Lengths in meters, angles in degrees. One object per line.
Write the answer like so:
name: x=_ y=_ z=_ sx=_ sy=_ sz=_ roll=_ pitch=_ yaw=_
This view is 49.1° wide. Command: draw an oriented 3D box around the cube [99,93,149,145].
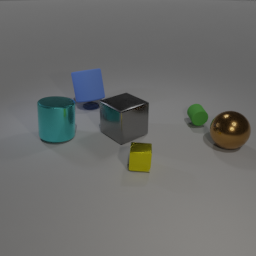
cube: x=-0.156 y=-0.412 z=11.037 sx=1.400 sy=1.400 sz=1.400 roll=-21 pitch=35 yaw=-34

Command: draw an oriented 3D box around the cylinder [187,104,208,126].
cylinder: x=2.909 y=-0.560 z=11.725 sx=0.700 sy=0.700 sz=0.700 roll=-3 pitch=31 yaw=-5

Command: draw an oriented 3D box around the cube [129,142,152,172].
cube: x=0.410 y=0.943 z=9.184 sx=0.700 sy=0.700 sz=0.700 roll=4 pitch=25 yaw=3

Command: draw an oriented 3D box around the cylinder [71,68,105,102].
cylinder: x=-1.880 y=-2.027 z=13.289 sx=1.400 sy=1.400 sz=1.400 roll=-8 pitch=12 yaw=2

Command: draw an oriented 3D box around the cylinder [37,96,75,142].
cylinder: x=-2.747 y=-0.363 z=10.815 sx=1.400 sy=1.400 sz=1.400 roll=4 pitch=23 yaw=-2

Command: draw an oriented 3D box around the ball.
ball: x=3.690 y=0.075 z=10.147 sx=1.400 sy=1.400 sz=1.400 roll=0 pitch=28 yaw=0
